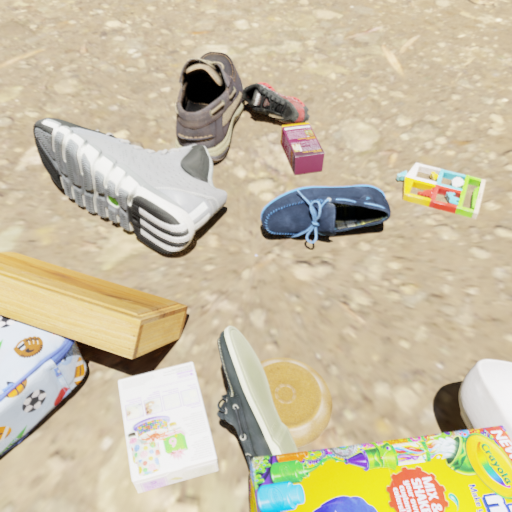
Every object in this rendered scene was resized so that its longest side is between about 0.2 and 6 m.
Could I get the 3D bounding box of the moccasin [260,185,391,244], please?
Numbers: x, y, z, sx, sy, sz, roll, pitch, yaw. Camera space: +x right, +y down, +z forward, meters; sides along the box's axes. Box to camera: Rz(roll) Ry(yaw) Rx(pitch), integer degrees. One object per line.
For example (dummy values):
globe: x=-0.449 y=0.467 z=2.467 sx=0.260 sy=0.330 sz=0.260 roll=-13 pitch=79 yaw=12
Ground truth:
moccasin: x=1.090 y=-0.689 z=8.611 sx=2.022 sy=0.814 sz=0.690 roll=-14 pitch=38 yaw=-4

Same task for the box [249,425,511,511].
box: x=1.280 y=3.052 z=4.754 sx=2.405 sy=1.523 sz=2.497 roll=-6 pitch=48 yaw=-7

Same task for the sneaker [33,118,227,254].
sneaker: x=-1.924 y=-1.471 z=9.310 sx=3.388 sy=1.271 sz=1.957 roll=36 pitch=51 yaw=16

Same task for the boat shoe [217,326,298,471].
boat shoe: x=-0.116 y=1.728 z=6.198 sx=0.620 sy=0.699 sz=1.871 roll=-25 pitch=90 yaw=16

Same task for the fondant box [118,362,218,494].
fondant box: x=-1.046 y=1.964 z=6.545 sx=0.935 sy=0.378 sz=1.297 roll=-12 pitch=47 yaw=-11

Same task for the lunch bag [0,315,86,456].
lunch bag: x=-3.519 y=1.457 z=6.649 sx=2.037 sy=0.961 sz=2.543 roll=31 pitch=53 yaw=28

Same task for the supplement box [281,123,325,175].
supplement box: x=0.827 y=-1.950 z=10.153 sx=0.543 sy=0.422 sz=0.985 roll=-9 pitch=48 yaw=-8

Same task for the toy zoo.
toy zoo: x=3.121 y=-1.161 z=9.608 sx=1.445 sy=0.148 sz=0.948 roll=17 pitch=50 yaw=15

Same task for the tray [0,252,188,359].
tray: x=-2.485 y=0.529 z=7.217 sx=2.878 sy=0.533 sz=1.420 roll=16 pitch=6 yaw=14

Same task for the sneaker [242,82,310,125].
sneaker: x=0.322 y=-2.935 z=10.868 sx=1.533 sy=0.542 sz=0.749 roll=37 pitch=31 yaw=29

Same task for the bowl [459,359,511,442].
bowl: x=2.963 y=2.000 z=5.977 sx=1.726 sy=0.645 sz=1.728 roll=16 pitch=38 yaw=-35

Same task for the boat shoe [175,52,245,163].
boat shoe: x=-0.848 y=-3.151 z=10.729 sx=1.228 sy=1.209 sz=3.297 roll=1 pitch=47 yaw=1

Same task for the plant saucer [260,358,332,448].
plant saucer: x=0.346 y=1.719 z=6.818 sx=1.212 sy=0.215 sz=1.212 roll=3 pitch=49 yaw=-3
